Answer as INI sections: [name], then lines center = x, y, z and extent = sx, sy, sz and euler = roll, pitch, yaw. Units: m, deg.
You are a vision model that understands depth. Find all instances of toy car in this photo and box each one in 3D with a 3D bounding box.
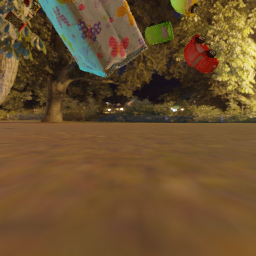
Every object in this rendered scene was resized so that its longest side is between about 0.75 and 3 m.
[toy car]
center = 1.296, -2.884, 8.386
extent = 0.620, 2.781, 2.617
euler = -27, 21, -30

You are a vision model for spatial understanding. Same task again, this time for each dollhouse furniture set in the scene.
[dollhouse furniture set]
center = -3.378, -3.704, 9.012
extent = 0.576, 1.070, 0.435
euler = 41, 9, -23

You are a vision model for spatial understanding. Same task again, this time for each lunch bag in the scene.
[lunch bag]
center = -1.009, -2.674, 6.907
extent = 1.660, 2.214, 2.611
euler = -39, 30, -15
